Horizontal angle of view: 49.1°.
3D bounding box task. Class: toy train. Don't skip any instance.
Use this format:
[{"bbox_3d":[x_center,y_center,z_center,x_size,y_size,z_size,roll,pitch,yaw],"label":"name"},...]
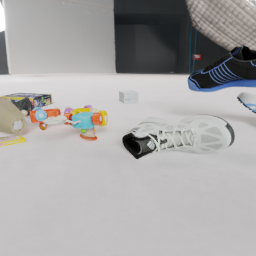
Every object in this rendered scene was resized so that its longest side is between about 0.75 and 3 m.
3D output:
[{"bbox_3d":[-1.852,-0.133,8.247,2.231,0.826,2.970,-8,13,-26],"label":"toy train"}]

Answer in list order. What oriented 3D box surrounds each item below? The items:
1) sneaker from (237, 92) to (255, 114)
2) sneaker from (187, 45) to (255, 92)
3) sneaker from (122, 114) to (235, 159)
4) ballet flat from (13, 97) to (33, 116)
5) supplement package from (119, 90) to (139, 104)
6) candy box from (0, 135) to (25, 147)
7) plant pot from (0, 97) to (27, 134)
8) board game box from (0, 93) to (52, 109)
[{"bbox_3d":[4.823,-0.748,9.053,2.493,0.904,0.896,20,32,11],"label":"sneaker"},{"bbox_3d":[2.914,-1.756,8.149,2.833,1.103,0.993,1,35,44],"label":"sneaker"},{"bbox_3d":[0.977,0.355,6.336,2.536,0.957,1.459,1,20,37],"label":"sneaker"},{"bbox_3d":[-5.095,-0.939,11.418,2.720,0.773,0.904,3,14,13],"label":"ballet flat"},{"bbox_3d":[0.035,-1.630,14.669,0.796,0.566,1.021,-5,16,-15],"label":"supplement package"},{"bbox_3d":[-3.338,0.362,7.462,1.028,0.136,0.525,-12,21,-40],"label":"candy box"},{"bbox_3d":[-3.493,-0.252,8.149,1.090,1.021,1.021,24,24,31],"label":"plant pot"},{"bbox_3d":[-4.908,-1.324,13.513,1.921,0.545,1.588,4,16,16],"label":"board game box"}]
